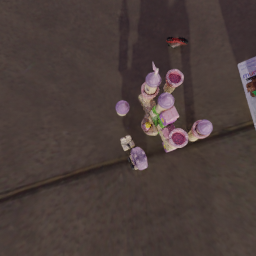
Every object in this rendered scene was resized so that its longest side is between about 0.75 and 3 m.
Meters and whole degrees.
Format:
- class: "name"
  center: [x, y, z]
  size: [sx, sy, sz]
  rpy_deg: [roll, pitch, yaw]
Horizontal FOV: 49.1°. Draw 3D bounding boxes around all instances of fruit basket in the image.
- class: "fruit basket"
  center: [4.596, -1.111, 7.733]
  size: [2.609, 1.320, 2.817]
  rpy_deg: [-20, 73, 36]

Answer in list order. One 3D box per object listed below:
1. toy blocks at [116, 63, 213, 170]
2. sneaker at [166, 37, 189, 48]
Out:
- class: "toy blocks"
  center: [0.868, -0.353, 7.659]
  size: [2.404, 2.024, 2.247]
  rpy_deg: [-23, 79, -10]
- class: "sneaker"
  center: [1.740, -2.993, 9.874]
  size: [0.780, 0.381, 0.276]
  rpy_deg: [9, 54, 15]
